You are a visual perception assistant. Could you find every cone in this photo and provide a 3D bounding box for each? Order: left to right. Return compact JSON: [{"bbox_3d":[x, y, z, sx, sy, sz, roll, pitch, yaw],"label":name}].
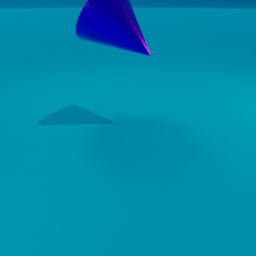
[{"bbox_3d":[-0.074,-2.248,6.632,1.646,1.640,1.640,43,35,5],"label":"cone"}]
